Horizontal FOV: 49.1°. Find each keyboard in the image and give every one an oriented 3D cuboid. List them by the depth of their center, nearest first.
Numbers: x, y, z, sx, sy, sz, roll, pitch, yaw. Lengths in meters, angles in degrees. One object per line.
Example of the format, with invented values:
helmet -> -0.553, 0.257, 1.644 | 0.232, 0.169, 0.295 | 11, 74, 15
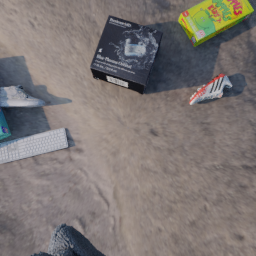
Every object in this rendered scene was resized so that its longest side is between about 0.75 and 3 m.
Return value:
keyboard -> -3.067, 0.567, 8.844 | 2.299, 0.123, 0.647 | -14, 83, -2

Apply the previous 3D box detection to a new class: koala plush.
koala plush -> -1.251, 3.323, 4.777 | 2.067, 1.995, 2.249 | 38, 93, 5

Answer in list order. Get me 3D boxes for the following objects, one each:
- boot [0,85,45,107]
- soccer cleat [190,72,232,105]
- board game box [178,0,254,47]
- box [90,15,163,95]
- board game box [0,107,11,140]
boot -> -3.347, -1.019, 8.820 | 1.464, 0.539, 0.700 | 0, 89, 1
soccer cleat -> 2.622, -1.128, 8.869 | 1.499, 0.514, 0.638 | -37, 82, -8
board game box -> 2.861, -3.677, 9.167 | 2.115, 0.504, 1.075 | -29, 84, -3
box -> -0.043, -2.247, 8.725 | 1.767, 1.055, 1.797 | 18, 82, 2
board game box -> -5.153, -0.639, 8.736 | 2.068, 0.612, 2.719 | -22, 83, -3
